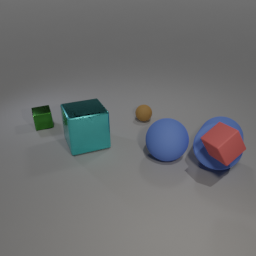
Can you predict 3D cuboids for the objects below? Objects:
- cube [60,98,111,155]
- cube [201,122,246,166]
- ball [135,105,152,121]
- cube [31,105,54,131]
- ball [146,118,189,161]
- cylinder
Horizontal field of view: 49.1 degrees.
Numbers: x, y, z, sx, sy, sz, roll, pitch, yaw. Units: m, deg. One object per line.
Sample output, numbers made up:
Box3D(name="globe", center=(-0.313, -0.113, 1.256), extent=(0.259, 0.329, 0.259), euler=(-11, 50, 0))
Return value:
Box3D(name="cube", center=(-1.505, -0.083, 9.917), extent=(1.400, 1.400, 1.400), euler=(-11, 29, -19))
Box3D(name="cube", center=(2.448, 0.397, 7.204), extent=(0.700, 0.700, 0.700), euler=(-39, 31, -6))
Box3D(name="ball", center=(0.656, -0.628, 11.667), extent=(0.700, 0.700, 0.700), euler=(0, 29, 0))
Box3D(name="cube", center=(-3.428, -0.417, 11.235), extent=(0.700, 0.700, 0.700), euler=(-12, 35, -17))
Box3D(name="ball", center=(1.273, 0.379, 9.135), extent=(1.400, 1.400, 1.400), euler=(0, 29, 0))
Box3D(name="cylinder", center=(2.841, 0.429, 8.723), extent=(1.400, 1.400, 1.400), euler=(12, 15, 20))
